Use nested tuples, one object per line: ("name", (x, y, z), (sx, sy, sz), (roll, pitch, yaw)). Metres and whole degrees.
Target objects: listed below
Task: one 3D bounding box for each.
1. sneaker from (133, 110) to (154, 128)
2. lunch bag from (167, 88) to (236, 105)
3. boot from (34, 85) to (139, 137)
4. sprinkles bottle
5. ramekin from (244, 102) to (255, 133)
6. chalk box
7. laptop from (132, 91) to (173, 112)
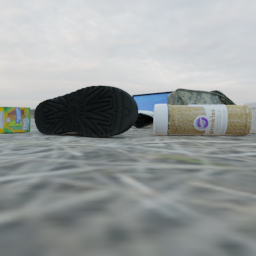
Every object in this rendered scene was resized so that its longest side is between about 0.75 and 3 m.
("sneaker", (-0.020, -0.403, 9.949), (2.112, 0.797, 1.215), (3, 1, 10))
("lunch bag", (2.388, -0.570, 9.013), (2.154, 1.267, 1.767), (6, 2, 0))
("boot", (-0.575, -0.369, 6.518), (2.693, 1.013, 2.014), (1, 2, 33))
("sprinkles bottle", (1.573, -0.184, 6.095), (2.016, 0.688, 0.688), (0, 2, 4))
("ramekin", (3.607, -0.239, 6.661), (1.615, 0.752, 1.615), (0, 3, 0))
("chalk box", (-2.949, -0.214, 7.194), (0.659, 0.662, 1.064), (1, 4, 28))
("laptop", (1.615, -1.002, 12.937), (2.658, 1.549, 2.999), (-6, 3, -1))
